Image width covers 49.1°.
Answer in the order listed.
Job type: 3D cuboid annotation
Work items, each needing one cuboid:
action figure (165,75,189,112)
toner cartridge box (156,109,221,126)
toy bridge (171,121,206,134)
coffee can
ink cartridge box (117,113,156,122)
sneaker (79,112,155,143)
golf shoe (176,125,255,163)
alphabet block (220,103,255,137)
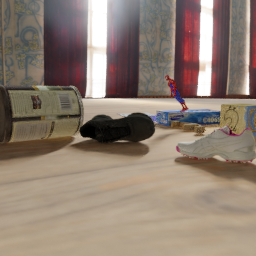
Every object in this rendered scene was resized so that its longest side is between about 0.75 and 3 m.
[{"bbox_3d":[2.019,-1.489,11.985,0.441,1.706,0.558,-26,5,-3],"label":"action figure"},{"bbox_3d":[2.846,-0.516,13.024,2.796,0.604,1.328,-3,8,-18],"label":"toner cartridge box"},{"bbox_3d":[2.415,-0.037,10.820,0.657,0.266,1.953,-2,8,-20],"label":"toy bridge"},{"bbox_3d":[-2.796,-0.475,8.729,2.331,1.706,1.706,-5,9,-36],"label":"coffee can"},{"bbox_3d":[0.385,-0.528,14.070,1.695,0.344,1.692,-2,8,-11],"label":"ink cartridge box"},{"bbox_3d":[-0.367,0.102,8.292,2.435,0.925,1.105,-3,15,32],"label":"sneaker"},{"bbox_3d":[1.957,0.322,6.338,1.754,0.803,0.660,2,9,23],"label":"golf shoe"},{"bbox_3d":[3.996,-0.294,9.724,1.102,1.096,1.122,-2,7,-30],"label":"alphabet block"}]
